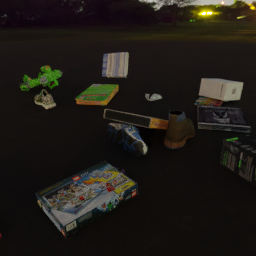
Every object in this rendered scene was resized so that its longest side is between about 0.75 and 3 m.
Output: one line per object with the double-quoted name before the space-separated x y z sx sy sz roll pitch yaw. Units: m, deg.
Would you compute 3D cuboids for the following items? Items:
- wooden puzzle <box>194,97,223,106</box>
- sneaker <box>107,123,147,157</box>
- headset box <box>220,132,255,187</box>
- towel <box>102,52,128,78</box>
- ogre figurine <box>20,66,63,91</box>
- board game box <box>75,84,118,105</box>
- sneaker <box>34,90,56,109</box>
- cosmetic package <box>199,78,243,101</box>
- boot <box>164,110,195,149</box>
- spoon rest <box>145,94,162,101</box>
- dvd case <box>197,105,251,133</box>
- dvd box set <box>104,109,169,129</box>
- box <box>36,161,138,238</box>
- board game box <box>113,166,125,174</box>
"wooden puzzle" 3.819 -1.231 13.146 1.111 0.132 1.873 11 24 25
"sneaker" 0.068 0.229 8.659 0.785 0.771 2.038 -14 27 -24
"headset box" 3.515 0.779 7.243 1.520 0.810 1.746 -9 24 -22
"towel" -0.474 -2.240 9.975 1.195 0.878 0.142 9 7 39
"ogre figurine" -4.688 -2.762 15.695 1.514 1.239 2.525 -10 1 26
"board game box" -1.470 -1.674 13.891 1.433 0.450 3.000 3 20 9
"sneaker" -3.783 -1.416 12.761 0.660 0.761 1.718 -17 27 -36
"cosmetic package" 4.459 -1.868 13.472 1.422 0.877 1.426 -7 22 -39
"boot" 1.811 -0.213 9.336 0.834 1.082 2.233 9 24 21
"spoon rest" 1.231 -1.497 13.695 0.529 0.323 1.064 22 17 40
"dvd case" 3.672 -0.413 11.032 1.809 0.194 2.433 5 22 12
"dvd box set" 0.411 -0.270 9.411 1.620 0.326 2.214 13 4 24
"box" -0.859 1.417 6.011 1.796 0.338 1.227 -23 33 -34
"board game box" -0.628 1.247 6.979 0.655 0.176 1.092 8 23 30
